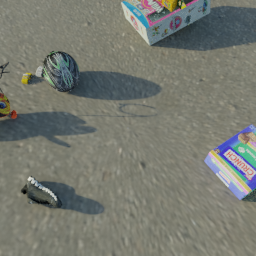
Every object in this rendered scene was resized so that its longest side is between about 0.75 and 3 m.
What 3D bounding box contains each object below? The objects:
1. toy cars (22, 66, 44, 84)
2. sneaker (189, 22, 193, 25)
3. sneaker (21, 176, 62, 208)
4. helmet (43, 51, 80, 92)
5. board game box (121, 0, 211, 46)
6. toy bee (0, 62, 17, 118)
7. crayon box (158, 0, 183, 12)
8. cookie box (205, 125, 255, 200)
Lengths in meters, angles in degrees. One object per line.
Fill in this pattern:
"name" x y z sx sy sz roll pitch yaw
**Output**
"toy cars" -3.209 -1.852 9.509 0.995 0.220 0.446 -34 62 -22
"sneaker" 2.127 -4.465 11.263 1.075 0.411 0.405 29 59 19
"sneaker" -2.155 1.702 6.875 1.221 0.406 0.552 29 62 23
"helmet" -2.127 -1.804 8.963 1.235 1.235 1.178 -26 41 -17
"board game box" 1.438 -4.648 10.764 2.731 0.878 2.014 -31 59 -3
"toy bee" -3.951 -0.537 8.054 2.410 1.310 1.577 -28 35 18
"crayon box" 1.198 -4.164 8.885 1.163 0.738 0.295 41 96 4
"cookie box" 3.097 0.857 7.327 1.601 0.602 1.370 -29 61 -19
